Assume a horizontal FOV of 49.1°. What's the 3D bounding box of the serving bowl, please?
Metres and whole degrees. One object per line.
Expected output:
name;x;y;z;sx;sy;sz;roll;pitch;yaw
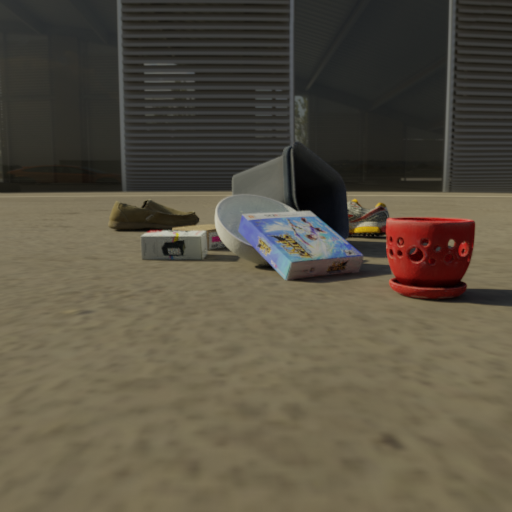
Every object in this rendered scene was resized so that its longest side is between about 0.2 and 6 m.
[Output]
serving bowl;0.076;-0.319;8.562;1.549;0.509;1.549;14;34;-10

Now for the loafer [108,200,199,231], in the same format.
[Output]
loafer;-2.492;-1.015;13.794;2.243;0.756;0.853;-3;9;-20

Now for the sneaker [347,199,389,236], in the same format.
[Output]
sneaker;1.991;-0.837;12.301;1.886;0.775;0.734;1;-2;17

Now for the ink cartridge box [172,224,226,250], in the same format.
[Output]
ink cartridge box;-0.927;-0.363;10.550;0.842;0.384;1.022;8;11;40

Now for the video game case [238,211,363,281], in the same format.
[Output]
video game case;0.603;-0.186;7.827;1.230;0.308;1.357;-6;34;-31

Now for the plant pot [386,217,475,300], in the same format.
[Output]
plant pot;1.933;0.003;6.284;0.950;0.865;0.950;0;9;0

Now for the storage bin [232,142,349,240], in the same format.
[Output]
storage bin;0.629;-0.928;10.662;1.501;1.626;2.234;-12;-19;32

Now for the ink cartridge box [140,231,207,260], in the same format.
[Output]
ink cartridge box;-1.320;-0.181;9.160;0.978;0.405;0.712;0;9;2
